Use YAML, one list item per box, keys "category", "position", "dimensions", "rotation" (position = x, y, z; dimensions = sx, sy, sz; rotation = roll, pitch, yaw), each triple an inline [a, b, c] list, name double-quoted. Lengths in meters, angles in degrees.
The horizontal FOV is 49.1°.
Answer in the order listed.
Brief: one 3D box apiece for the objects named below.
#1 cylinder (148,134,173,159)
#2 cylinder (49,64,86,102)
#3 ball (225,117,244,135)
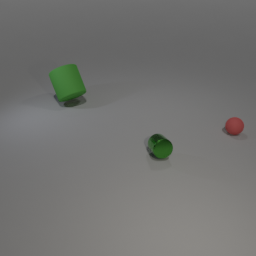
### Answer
- category: "cylinder"
  position: [1.107, 0.618, 9.683]
  dimensions: [0.700, 0.700, 0.700]
  rotation: [-6, 17, -11]
- category: "cylinder"
  position: [-2.878, -2.138, 13.394]
  dimensions: [1.400, 1.400, 1.400]
  rotation: [-21, 1, 0]
- category: "ball"
  position: [4.220, -0.081, 11.085]
  dimensions: [0.700, 0.700, 0.700]
  rotation: [0, 29, 0]
